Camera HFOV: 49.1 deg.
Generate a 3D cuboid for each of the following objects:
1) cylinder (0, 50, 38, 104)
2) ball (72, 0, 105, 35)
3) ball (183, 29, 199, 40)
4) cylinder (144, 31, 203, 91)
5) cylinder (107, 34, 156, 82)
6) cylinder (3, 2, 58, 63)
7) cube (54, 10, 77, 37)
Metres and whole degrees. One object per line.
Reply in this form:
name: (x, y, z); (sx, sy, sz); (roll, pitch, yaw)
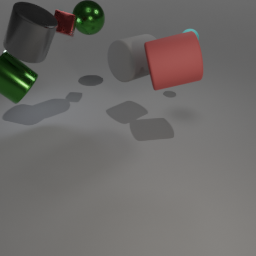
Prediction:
cylinder: (-4.273, -1.838, 10.222); (1.400, 1.400, 1.400); (-38, 29, 26)
ball: (-1.689, -4.718, 12.001); (1.400, 1.400, 1.400); (0, 32, 0)
ball: (2.406, -3.506, 10.951); (0.700, 0.700, 0.700); (0, 32, 0)
cylinder: (1.284, -1.905, 8.030); (1.400, 1.400, 1.400); (-12, 32, 5)
cylinder: (0.247, -2.419, 9.664); (1.400, 1.400, 1.400); (-25, 40, -36)
cylinder: (-3.171, -3.087, 9.122); (1.400, 1.400, 1.400); (23, 36, -18)
cube: (-2.262, -3.723, 10.011); (0.700, 0.700, 0.700); (14, 11, -7)
